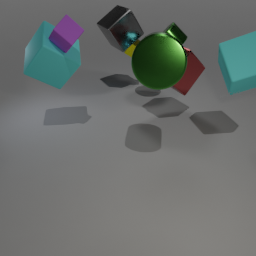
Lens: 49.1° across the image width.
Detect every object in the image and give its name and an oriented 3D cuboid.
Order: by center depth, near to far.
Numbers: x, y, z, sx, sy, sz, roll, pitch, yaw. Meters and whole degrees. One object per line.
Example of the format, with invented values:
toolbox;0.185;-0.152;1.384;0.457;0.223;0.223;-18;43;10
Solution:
cylinder;0.838;-1.870;7.643;1.400;1.400;1.400;3;20;5
cube;-1.914;-2.902;8.675;0.700;0.700;0.700;-59;20;-22
cube;3.891;-2.120;9.281;1.400;1.400;1.400;-16;-15;13
cylinder;1.549;-3.111;9.594;0.700;0.700;0.700;41;28;-15
cube;-2.618;-2.485;9.693;1.400;1.400;1.400;22;43;-37
cube;1.935;-2.414;11.275;1.400;1.400;1.400;28;10;-46
cube;-0.368;-4.756;13.392;1.400;1.400;1.400;-42;42;-2
cube;0.318;-4.030;14.121;0.700;0.700;0.700;28;45;-18
